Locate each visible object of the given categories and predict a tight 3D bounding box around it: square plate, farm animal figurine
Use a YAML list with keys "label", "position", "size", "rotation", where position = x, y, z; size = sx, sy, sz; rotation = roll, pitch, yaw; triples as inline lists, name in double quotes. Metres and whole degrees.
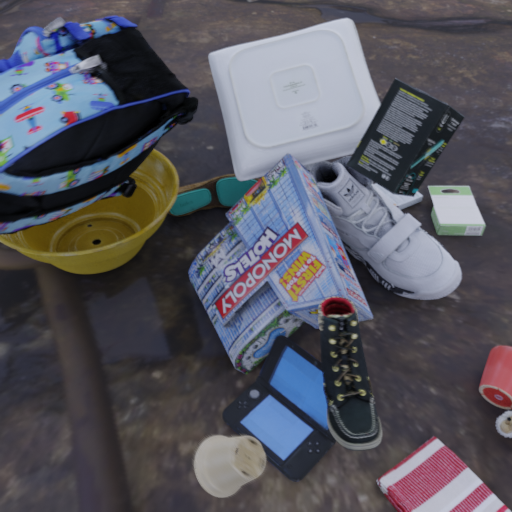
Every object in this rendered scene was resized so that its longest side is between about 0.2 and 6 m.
- label: "square plate"
  position: [0.789, -3.200, 10.963]
  size: [3.084, 0.439, 3.055]
  rotation: [-14, 70, 2]
- label: "farm animal figurine"
  position: [4.616, 2.694, 8.608]
  size: [1.395, 0.735, 1.410]
  rotation: [-37, 61, -17]

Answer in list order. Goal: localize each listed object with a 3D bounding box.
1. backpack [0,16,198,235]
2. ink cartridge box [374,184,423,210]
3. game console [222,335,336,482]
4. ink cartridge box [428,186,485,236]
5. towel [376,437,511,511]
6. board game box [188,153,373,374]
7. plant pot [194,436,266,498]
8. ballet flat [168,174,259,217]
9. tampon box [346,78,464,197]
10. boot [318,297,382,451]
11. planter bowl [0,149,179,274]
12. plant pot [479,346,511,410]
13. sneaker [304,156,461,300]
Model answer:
- label: "backpack"
  position: [-3.353, -2.040, 9.227]
  size: [2.470, 3.352, 3.672]
  rotation: [53, 45, -1]
- label: "ink cartridge box"
  position: [3.260, -1.458, 13.243]
  size: [0.954, 0.207, 0.937]
  rotation: [-21, 48, -18]
- label: "game console"
  position: [0.484, 2.327, 8.733]
  size: [1.669, 0.988, 1.425]
  rotation: [33, 52, 30]
- label: "ink cartridge box"
  position: [4.487, -1.038, 12.705]
  size: [1.007, 0.332, 1.384]
  rotation: [0, 44, 0]
- label: "towel"
  position: [2.799, 3.589, 7.980]
  size: [1.326, 0.209, 1.841]
  rotation: [-25, 49, -25]
- label: "board game box"
  position: [0.363, 0.351, 9.562]
  size: [3.148, 0.971, 3.146]
  rotation: [-44, 47, 12]
- label: "plant pot"
  position: [-0.274, 2.564, 6.992]
  size: [0.756, 0.692, 0.756]
  rotation: [19, 54, -28]
- label: "ballet flat"
  position: [-1.015, -1.469, 12.982]
  size: [2.358, 0.800, 0.853]
  rotation: [-16, 27, -11]
- label: "tampon box"
  position: [2.439, -1.889, 9.163]
  size: [0.981, 1.554, 1.164]
  rotation: [38, 21, 25]
- label: "boot"
  position: [1.128, 1.437, 7.128]
  size: [0.643, 1.346, 1.782]
  rotation: [-9, 21, 3]
- label: "planter bowl"
  position: [-3.417, -0.766, 11.530]
  size: [3.783, 1.575, 3.783]
  rotation: [1, 44, 0]
- label: "plant pot"
  position: [4.116, 2.039, 9.207]
  size: [0.856, 0.856, 0.757]
  rotation: [27, 61, 26]
- label: "sneaker"
  position: [2.255, -0.620, 10.826]
  size: [1.358, 2.078, 3.615]
  rotation: [-46, 52, -2]
